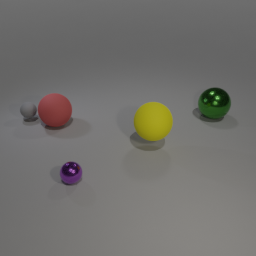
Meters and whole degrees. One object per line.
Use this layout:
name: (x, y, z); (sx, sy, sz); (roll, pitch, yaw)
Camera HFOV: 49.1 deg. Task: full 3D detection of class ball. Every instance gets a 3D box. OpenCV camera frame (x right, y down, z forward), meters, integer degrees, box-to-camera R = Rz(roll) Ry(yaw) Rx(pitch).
ball: (-1.780, 1.396, 8.769); (0.700, 0.700, 0.700); (0, 30, 0)
ball: (0.899, -0.232, 10.030); (1.400, 1.400, 1.400); (0, 30, 0)
ball: (-3.052, -0.751, 11.733); (1.400, 1.400, 1.400); (0, 30, 0)
ball: (-4.321, -0.779, 12.173); (0.700, 0.700, 0.700); (0, 30, 0)
ball: (3.791, -1.082, 12.310); (1.400, 1.400, 1.400); (0, 30, 0)
